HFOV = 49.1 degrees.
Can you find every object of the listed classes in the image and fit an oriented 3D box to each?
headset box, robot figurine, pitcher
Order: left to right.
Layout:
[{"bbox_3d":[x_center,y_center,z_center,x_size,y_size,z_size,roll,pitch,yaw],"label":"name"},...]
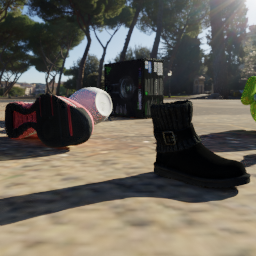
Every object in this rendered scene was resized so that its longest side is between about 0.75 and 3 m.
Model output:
[{"bbox_3d":[-1.421,-0.634,9.649,2.049,1.242,1.758,-8,-10,36],"label":"pitcher"},{"bbox_3d":[0.156,-1.805,12.967,1.341,2.517,2.891,-6,10,-42],"label":"headset box"},{"bbox_3d":[4.140,-0.572,7.523,2.175,1.434,2.479,23,11,12],"label":"robot figurine"}]

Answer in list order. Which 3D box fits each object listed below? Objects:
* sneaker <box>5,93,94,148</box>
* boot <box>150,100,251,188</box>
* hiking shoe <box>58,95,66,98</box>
[{"bbox_3d":[-1.625,-0.241,6.384,2.922,1.077,1.267,6,8,41],"label":"sneaker"},{"bbox_3d":[0.826,0.156,3.467,1.338,1.000,0.503,6,9,38],"label":"boot"},{"bbox_3d":[-2.546,-0.777,12.032,1.308,0.984,2.598,10,12,-13],"label":"hiking shoe"}]
